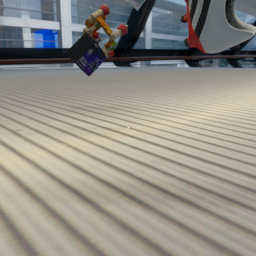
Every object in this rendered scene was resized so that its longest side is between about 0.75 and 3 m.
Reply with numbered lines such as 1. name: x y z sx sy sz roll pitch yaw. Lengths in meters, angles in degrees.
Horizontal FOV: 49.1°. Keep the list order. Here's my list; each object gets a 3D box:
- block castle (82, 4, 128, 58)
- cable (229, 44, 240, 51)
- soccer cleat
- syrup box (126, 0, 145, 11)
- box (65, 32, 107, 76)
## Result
1. block castle: -0.904 -3.619 10.802 0.960 1.368 2.047 -43 3 -25
2. cable: 2.971 -2.552 8.334 0.751 0.191 0.613 11 50 -23
3. soccer cleat: 1.040 -2.180 3.677 1.030 2.418 0.830 -1 30 39
4. syrup box: 0.166 -4.126 8.802 0.465 0.481 1.180 32 20 -27
5. box: -1.122 -2.006 7.762 0.447 0.800 1.133 43 1 14
